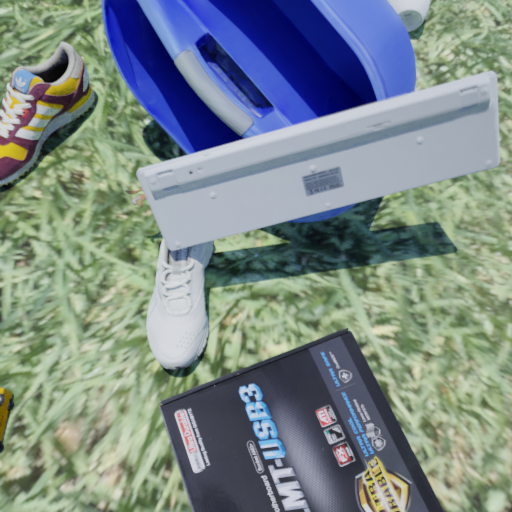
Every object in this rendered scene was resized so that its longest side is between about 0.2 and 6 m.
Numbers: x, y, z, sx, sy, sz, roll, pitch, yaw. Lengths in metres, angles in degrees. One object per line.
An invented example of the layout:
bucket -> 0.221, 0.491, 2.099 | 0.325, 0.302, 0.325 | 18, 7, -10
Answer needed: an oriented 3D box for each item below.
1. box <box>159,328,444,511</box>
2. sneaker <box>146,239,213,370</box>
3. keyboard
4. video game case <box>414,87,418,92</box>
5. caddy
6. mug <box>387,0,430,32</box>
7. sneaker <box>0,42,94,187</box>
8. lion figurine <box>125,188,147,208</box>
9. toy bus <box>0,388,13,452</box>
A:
box -> 0.562, 2.932, 7.736 | 3.043, 0.762, 3.066 | -18, 63, -10
sneaker -> -1.250, 0.389, 8.809 | 1.028, 1.202, 2.760 | 0, 63, 0
keyboard -> 0.858, -1.179, 7.584 | 4.793, 1.349, 0.256 | -14, 38, 7
video game case -> 2.850, -3.062, 11.233 | 0.940, 0.117, 1.313 | -10, 63, -5
caddy -> -0.043, -2.899, 8.592 | 5.158, 3.646, 2.707 | 47, 47, -7
mug -> 3.052, -5.455, 12.043 | 1.351, 0.998, 1.185 | -2, 64, 12
sneaker -> -4.315, -2.659, 10.300 | 1.144, 1.376, 3.054 | 28, 66, 14
lion figurine -> -1.395, -0.849, 8.672 | 1.164, 0.422, 0.713 | 42, 78, 5
toy bus -> -3.923, 2.525, 8.143 | 0.456, 0.379, 1.166 | 1, 63, 2
